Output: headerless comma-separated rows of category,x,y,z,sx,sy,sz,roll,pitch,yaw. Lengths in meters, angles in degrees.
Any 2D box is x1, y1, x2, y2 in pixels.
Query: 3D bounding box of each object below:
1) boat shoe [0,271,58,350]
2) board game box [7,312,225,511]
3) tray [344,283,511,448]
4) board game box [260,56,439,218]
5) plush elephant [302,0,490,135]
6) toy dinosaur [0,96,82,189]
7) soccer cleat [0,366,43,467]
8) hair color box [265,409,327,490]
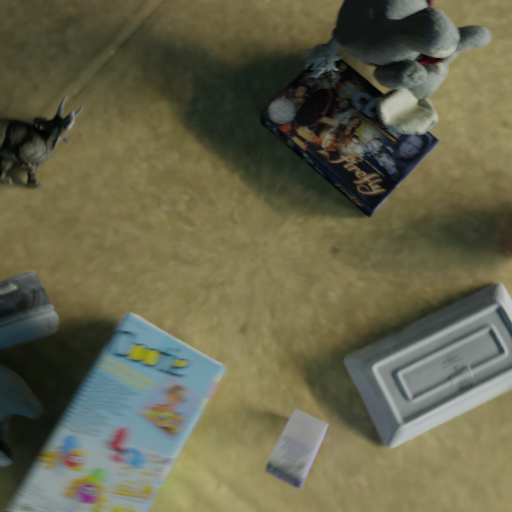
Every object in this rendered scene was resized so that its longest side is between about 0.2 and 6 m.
boat shoe,-4.622,1.045,8.232,3.262,1.176,1.157,-16,87,-10
board game box,-1.795,2.444,7.725,1.529,1.502,2.916,30,80,0
tray,2.938,1.642,8.561,2.851,0.316,1.531,-25,80,-5
board game box,1.520,-2.067,9.292,2.467,0.427,1.671,42,81,8
plush elephant,2.413,-3.238,8.589,2.195,2.835,2.335,12,68,-33
toy dinosaur,-3.972,-1.814,9.150,2.346,0.903,1.200,0,66,6
soccer cleat,-4.333,2.931,7.925,1.292,1.046,2.993,42,87,-10
hair color box,0.585,2.738,8.008,0.549,0.325,1.004,22,38,16
